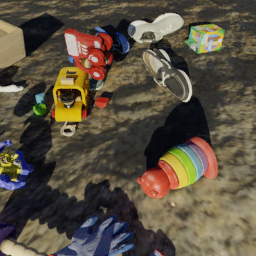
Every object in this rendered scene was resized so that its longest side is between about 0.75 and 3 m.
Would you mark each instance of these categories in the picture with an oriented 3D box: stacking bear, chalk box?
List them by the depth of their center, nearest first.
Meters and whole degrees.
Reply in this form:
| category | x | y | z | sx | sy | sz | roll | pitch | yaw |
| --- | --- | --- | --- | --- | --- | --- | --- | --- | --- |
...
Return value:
| category | x | y | z | sx | sy | sz | roll | pitch | yaw |
| --- | --- | --- | --- | --- | --- | --- | --- | --- | --- |
| stacking bear | 1.118 | 1.031 | 6.710 | 1.824 | 1.037 | 1.108 | -27 | 46 | -22 |
| chalk box | 3.397 | -4.072 | 12.786 | 1.553 | 0.963 | 0.969 | -12 | 41 | -15 |

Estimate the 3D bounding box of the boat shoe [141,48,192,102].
| category | x | y | z | sx | sy | sz | roll | pitch | yaw |
| --- | --- | --- | --- | --- | --- | --- | --- | --- | --- |
| boat shoe | 1.301 | -1.907 | 9.861 | 0.783 | 0.959 | 2.596 | -6 | 54 | -31 |

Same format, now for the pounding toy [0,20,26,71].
| category | x | y | z | sx | sy | sz | roll | pitch | yaw |
| --- | --- | --- | --- | --- | --- | --- | --- | --- | --- |
| pounding toy | -5.853 | -3.453 | 11.753 | 2.516 | 1.789 | 2.317 | 26 | 46 | 13 |

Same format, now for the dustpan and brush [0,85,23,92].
| category | x | y | z | sx | sy | sz | roll | pitch | yaw |
| --- | --- | --- | --- | --- | --- | --- | --- | --- | --- |
| dustpan and brush | -4.992 | -1.444 | 10.015 | 2.326 | 0.666 | 1.623 | -11 | 38 | -3 |

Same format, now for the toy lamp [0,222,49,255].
| category | x | y | z | sx | sy | sz | roll | pitch | yaw |
| --- | --- | --- | --- | --- | --- | --- | --- | --- | --- |
| toy lamp | -1.755 | 2.415 | 5.197 | 2.655 | 0.773 | 0.773 | 17 | 43 | 17 |

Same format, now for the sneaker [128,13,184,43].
| category | x | y | z | sx | sy | sz | roll | pitch | yaw |
| --- | --- | --- | --- | --- | --- | --- | --- | --- | --- |
| sneaker | 1.508 | -4.683 | 13.627 | 2.833 | 1.072 | 1.303 | -18 | 50 | -9 |

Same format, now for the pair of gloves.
| category | x | y | z | sx | sy | sz | roll | pitch | yaw |
| --- | --- | --- | --- | --- | --- | --- | --- | --- | --- |
| pair of gloves | -0.211 | 2.547 | 5.124 | 2.244 | 0.256 | 1.804 | 36 | 37 | 29 |

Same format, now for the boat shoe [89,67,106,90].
| category | x | y | z | sx | sy | sz | roll | pitch | yaw |
| --- | --- | --- | --- | --- | --- | --- | --- | --- | --- |
| boat shoe | -1.224 | -2.104 | 10.717 | 0.684 | 0.580 | 1.879 | 4 | 40 | 5 |

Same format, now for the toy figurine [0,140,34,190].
| category | x | y | z | sx | sy | sz | roll | pitch | yaw |
| --- | --- | --- | --- | --- | --- | --- | --- | --- | --- |
| toy figurine | -3.216 | 0.979 | 6.999 | 1.552 | 1.367 | 2.591 | 6 | 31 | -41 |

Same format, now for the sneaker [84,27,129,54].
| category | x | y | z | sx | sy | sz | roll | pitch | yaw |
| --- | --- | --- | --- | --- | --- | --- | --- | --- | --- |
| sneaker | -1.098 | -3.835 | 12.637 | 1.027 | 0.925 | 2.637 | -34 | 45 | -27 |

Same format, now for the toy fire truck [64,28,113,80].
| category | x | y | z | sx | sy | sz | roll | pitch | yaw |
| --- | --- | --- | --- | --- | --- | --- | --- | --- | --- |
| toy fire truck | -1.251 | -2.306 | 8.787 | 1.363 | 1.623 | 0.910 | 17 | 61 | 7 |

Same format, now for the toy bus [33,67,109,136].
| category | x | y | z | sx | sy | sz | roll | pitch | yaw |
| --- | --- | --- | --- | --- | --- | --- | --- | --- | --- |
| toy bus | -1.867 | -1.103 | 9.066 | 2.245 | 1.160 | 2.118 | 31 | 49 | 32 |
